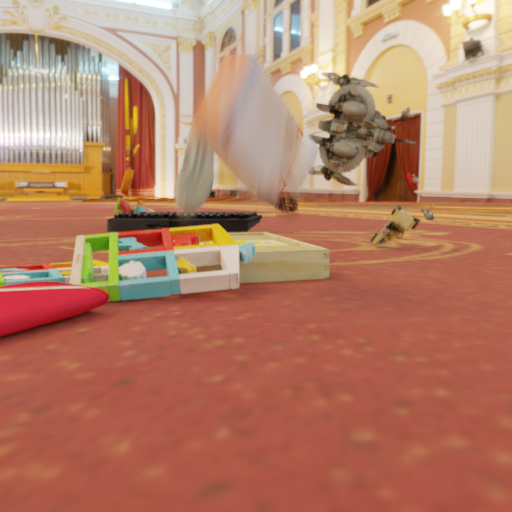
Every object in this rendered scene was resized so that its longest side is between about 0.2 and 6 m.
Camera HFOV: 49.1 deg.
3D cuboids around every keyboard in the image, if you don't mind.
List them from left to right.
[{"bbox_3d":[-2.063,-0.955,15.490,4.071,0.522,2.445,1,15,15],"label":"keyboard"}]

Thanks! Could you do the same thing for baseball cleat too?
[{"bbox_3d":[-1.364,-1.882,12.992,0.842,2.414,1.285,12,-27,-3],"label":"baseball cleat"}]

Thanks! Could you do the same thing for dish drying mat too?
[{"bbox_3d":[-2.808,0.587,4.653,1.231,0.292,3.206,5,8,30],"label":"dish drying mat"}]

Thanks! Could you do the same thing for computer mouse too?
[{"bbox_3d":[0.639,-1.487,10.037,0.770,1.404,0.308,27,2,-6],"label":"computer mouse"}]

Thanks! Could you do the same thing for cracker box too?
[{"bbox_3d":[-0.054,-1.553,6.915,0.443,1.028,1.535,12,-20,34],"label":"cracker box"}]

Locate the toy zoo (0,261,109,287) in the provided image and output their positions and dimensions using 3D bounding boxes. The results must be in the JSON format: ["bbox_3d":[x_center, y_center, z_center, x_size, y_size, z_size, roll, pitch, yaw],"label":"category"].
[{"bbox_3d":[-2.713,0.288,7.364,2.208,0.226,1.449,-4,8,-28],"label":"toy zoo"}]

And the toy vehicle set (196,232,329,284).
[{"bbox_3d":[-0.342,-0.037,9.144,2.015,0.430,3.243,-2,7,-15],"label":"toy vehicle set"}]

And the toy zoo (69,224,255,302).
[{"bbox_3d":[-1.109,0.040,6.996,2.253,0.231,1.478,-6,27,-12],"label":"toy zoo"}]

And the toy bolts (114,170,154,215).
[{"bbox_3d":[-3.748,-1.635,18.036,1.353,1.863,1.950,14,21,-17],"label":"toy bolts"}]

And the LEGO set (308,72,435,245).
[{"bbox_3d":[2.284,-2.120,11.593,3.916,2.543,1.110,46,16,5],"label":"LEGO set"}]
